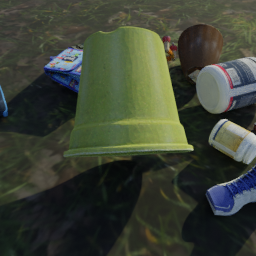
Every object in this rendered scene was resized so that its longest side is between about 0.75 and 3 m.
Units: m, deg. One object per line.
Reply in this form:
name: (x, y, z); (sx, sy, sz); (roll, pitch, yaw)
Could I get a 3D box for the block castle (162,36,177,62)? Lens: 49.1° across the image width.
block castle: (0.991, -2.959, 10.677); (1.567, 1.047, 0.735); (-6, 75, 28)

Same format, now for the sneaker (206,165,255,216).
sneaker: (2.891, 1.290, 6.612); (2.035, 1.175, 0.822); (-9, 41, -10)

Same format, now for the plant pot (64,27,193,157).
plant pot: (-0.058, -0.721, 6.686); (2.956, 2.956, 2.718); (-3, 83, -3)

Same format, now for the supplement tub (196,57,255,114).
supplement tub: (3.626, -1.468, 9.383); (2.278, 1.599, 1.599); (-15, 44, -16)

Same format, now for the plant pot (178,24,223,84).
plant pot: (2.740, -2.660, 10.833); (1.804, 1.804, 1.930); (8, 54, 9)

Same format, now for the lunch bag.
lunch bag: (-1.778, -2.150, 10.287); (2.320, 1.092, 1.747); (19, 45, 7)

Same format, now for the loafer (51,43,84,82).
loafer: (-2.255, -2.904, 11.483); (0.956, 0.836, 2.659); (15, 47, 18)

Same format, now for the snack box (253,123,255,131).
snack box: (4.658, 0.436, 8.271); (0.697, 0.236, 1.939); (-16, 44, -17)

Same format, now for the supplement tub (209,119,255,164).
supplement tub: (2.998, 0.385, 7.852); (0.875, 0.875, 1.212); (-33, 52, -32)

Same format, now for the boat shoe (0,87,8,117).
boat shoe: (-4.572, -1.029, 9.544); (0.592, 0.725, 1.724); (-12, 39, -29)
